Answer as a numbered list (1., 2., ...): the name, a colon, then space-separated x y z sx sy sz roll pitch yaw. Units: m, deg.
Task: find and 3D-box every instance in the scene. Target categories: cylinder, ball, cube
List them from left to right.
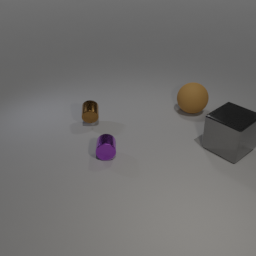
1. cylinder: -1.580 -0.680 11.725 0.700 0.700 0.700 -2 46 -4
2. cylinder: -0.770 0.670 9.856 0.700 0.700 0.700 -1 29 -2
3. ball: 2.927 -1.358 12.692 1.400 1.400 1.400 0 30 0
4. cube: 3.666 0.128 9.935 1.400 1.400 1.400 -27 40 -30
